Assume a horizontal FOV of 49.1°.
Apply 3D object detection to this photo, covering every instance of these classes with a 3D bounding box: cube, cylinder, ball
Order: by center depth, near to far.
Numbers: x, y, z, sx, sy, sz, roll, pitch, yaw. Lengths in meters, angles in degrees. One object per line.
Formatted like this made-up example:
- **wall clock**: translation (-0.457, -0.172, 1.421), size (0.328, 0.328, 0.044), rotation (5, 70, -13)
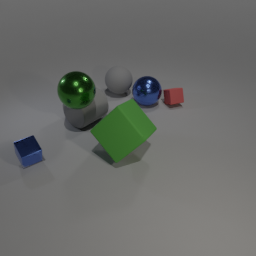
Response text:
- **cube**: translation (-0.117, 0.063, 9.517), size (1.400, 1.400, 1.400), rotation (51, 26, 1)
- **cube**: translation (-3.399, 0.804, 9.554), size (0.700, 0.700, 0.700), rotation (-24, 63, -30)
- **ball**: translation (-1.888, -1.383, 10.318), size (1.400, 1.400, 1.400), rotation (0, 32, 0)
- **cylinder**: translation (-1.786, -0.884, 11.857), size (1.400, 1.400, 1.400), rotation (24, 39, 33)
- **ball**: translation (0.896, -1.752, 13.241), size (1.400, 1.400, 1.400), rotation (0, 32, 0)
- **cube**: translation (2.175, -1.527, 13.376), size (0.700, 0.700, 0.700), rotation (-11, 11, -17)
- **ball**: translation (-0.462, -2.429, 14.073), size (1.400, 1.400, 1.400), rotation (0, 32, 0)
